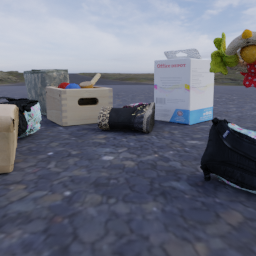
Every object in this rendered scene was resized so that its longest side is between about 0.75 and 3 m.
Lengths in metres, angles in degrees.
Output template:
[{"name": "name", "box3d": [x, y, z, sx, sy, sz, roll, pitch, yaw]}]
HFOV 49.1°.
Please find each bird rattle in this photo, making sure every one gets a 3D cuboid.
[{"name": "bird rattle", "box3d": [3.277, -1.834, 7.569, 2.064, 1.163, 1.683, 24, -26, -5]}]

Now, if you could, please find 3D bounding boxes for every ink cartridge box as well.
[{"name": "ink cartridge box", "box3d": [2.340, -1.758, 11.659, 1.808, 2.888, 1.856, -10, 15, -42]}]

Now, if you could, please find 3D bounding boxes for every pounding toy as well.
[{"name": "pounding toy", "box3d": [-1.915, -1.340, 11.973, 2.760, 1.962, 2.541, -6, 13, -30]}]

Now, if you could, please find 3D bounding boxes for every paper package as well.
[{"name": "paper package", "box3d": [-3.592, 0.134, 5.892, 2.362, 1.222, 2.251, 1, 9, -21]}]

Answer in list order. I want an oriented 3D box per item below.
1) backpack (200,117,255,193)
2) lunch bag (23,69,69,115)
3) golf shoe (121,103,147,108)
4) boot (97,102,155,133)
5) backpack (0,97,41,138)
[{"name": "backpack", "box3d": [2.039, 0.513, 4.785, 0.902, 1.189, 1.425, 0, 15, -32]}, {"name": "lunch bag", "box3d": [-4.127, -1.814, 13.882, 2.629, 2.156, 1.546, 10, 20, 39]}, {"name": "golf shoe", "box3d": [0.459, -0.931, 13.474, 1.636, 0.594, 0.753, 0, 11, 1]}, {"name": "boot", "box3d": [0.036, -0.423, 10.192, 1.868, 0.908, 2.481, 2, 17, 8]}, {"name": "backpack", "box3d": [-3.477, -0.308, 8.604, 1.596, 1.211, 1.913, 5, 14, 4]}]
